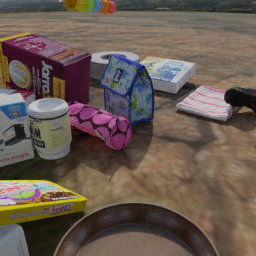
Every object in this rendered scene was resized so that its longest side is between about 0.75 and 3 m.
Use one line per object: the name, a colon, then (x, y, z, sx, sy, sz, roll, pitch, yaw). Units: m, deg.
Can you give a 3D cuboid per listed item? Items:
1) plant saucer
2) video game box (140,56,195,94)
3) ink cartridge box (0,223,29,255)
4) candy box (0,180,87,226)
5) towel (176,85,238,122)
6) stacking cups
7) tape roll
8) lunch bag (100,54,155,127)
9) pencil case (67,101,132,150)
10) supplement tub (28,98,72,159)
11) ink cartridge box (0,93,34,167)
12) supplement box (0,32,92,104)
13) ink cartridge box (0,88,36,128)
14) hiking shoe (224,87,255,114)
plant saucer: (0.126, 2.082, 4.130, 2.454, 0.423, 2.454, 0, 27, 0)
video game box: (1.454, -2.405, 12.285, 2.393, 0.560, 2.180, 17, 38, 27)
ink cartridge box: (-2.630, 2.007, 3.792, 1.459, 0.842, 2.011, 16, 32, 28)
candy box: (-1.819, 1.186, 4.724, 1.183, 0.306, 2.313, 14, -3, 28)
towel: (3.019, -0.990, 10.090, 1.796, 0.367, 2.455, 17, 32, 30)
stacking cups: (-1.129, -3.919, 8.978, 0.601, 0.601, 1.985, 18, 20, 30)
tape roll: (-0.695, -3.034, 13.521, 2.495, 0.824, 2.495, 0, 28, 0)
lunch bag: (-0.026, -1.246, 8.889, 1.222, 1.918, 1.630, -18, 33, -31)
pencil case: (-0.985, -0.118, 7.827, 2.177, 0.988, 1.020, 18, 40, 35)
supplement tub: (-1.946, 0.015, 7.086, 0.972, 1.340, 0.972, 0, 27, 0)
ink cartridge box: (-2.982, 0.081, 6.715, 1.144, 1.576, 0.660, -15, 33, -26)
supplement box: (-2.887, -1.927, 9.774, 2.926, 1.916, 1.510, 22, 35, 19)
ink cartridge box: (-4.259, -0.418, 8.192, 2.542, 1.088, 1.876, 6, 28, 16)
hiking shoe: (4.365, -0.925, 9.276, 2.155, 0.816, 1.085, 27, 37, 20)
